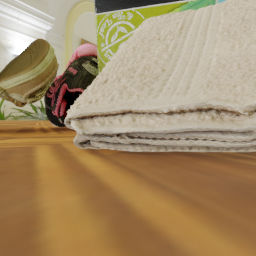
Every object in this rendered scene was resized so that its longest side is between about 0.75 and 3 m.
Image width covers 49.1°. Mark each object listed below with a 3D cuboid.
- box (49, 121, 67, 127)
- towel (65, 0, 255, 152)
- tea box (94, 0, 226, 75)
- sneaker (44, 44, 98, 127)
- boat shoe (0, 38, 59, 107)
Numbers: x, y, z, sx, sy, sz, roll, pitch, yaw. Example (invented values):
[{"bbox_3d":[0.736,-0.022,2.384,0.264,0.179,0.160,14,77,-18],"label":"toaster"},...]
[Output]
[{"bbox_3d":[-1.103,-0.282,7.721,2.101,0.435,0.407,0,-21,10],"label":"box"},{"bbox_3d":[0.497,-0.606,2.352,1.416,0.368,2.137,-2,39,25],"label":"towel"},{"bbox_3d":[1.176,-1.418,4.604,2.912,2.865,1.946,0,8,21],"label":"tea box"},{"bbox_3d":[-1.272,-0.537,5.948,1.085,1.310,2.747,27,-34,-17],"label":"sneaker"},{"bbox_3d":[-1.833,-0.837,5.172,0.885,1.026,2.814,44,-26,-27],"label":"boat shoe"}]
